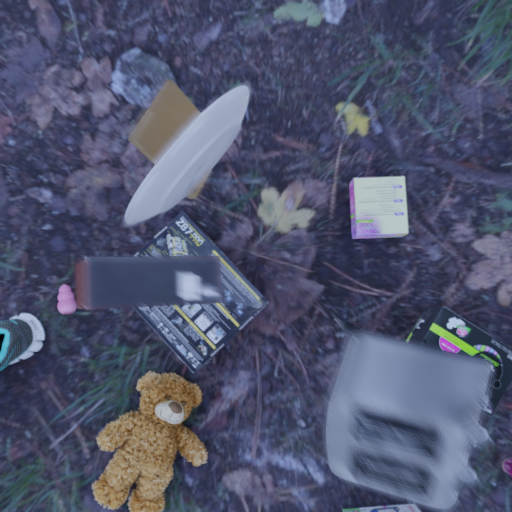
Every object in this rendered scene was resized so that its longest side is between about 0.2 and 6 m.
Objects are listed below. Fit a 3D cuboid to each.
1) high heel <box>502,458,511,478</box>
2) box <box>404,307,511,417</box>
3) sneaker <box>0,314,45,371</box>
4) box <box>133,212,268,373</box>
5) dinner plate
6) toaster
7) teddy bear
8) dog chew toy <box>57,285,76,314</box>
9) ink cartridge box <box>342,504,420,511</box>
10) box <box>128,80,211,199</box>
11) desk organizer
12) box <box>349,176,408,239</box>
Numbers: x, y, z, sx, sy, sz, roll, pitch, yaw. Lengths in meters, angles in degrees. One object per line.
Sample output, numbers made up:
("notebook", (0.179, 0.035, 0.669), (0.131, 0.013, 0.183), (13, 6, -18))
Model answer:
("high heel", (5.583, 3.818, 10.321), (1.875, 0.899, 0.631), (-7, 85, -1))
("box", (3.719, 1.902, 10.413), (1.728, 1.074, 1.284), (32, 85, 2))
("sneaker", (-5.311, 2.006, 10.319), (2.717, 1.239, 1.054), (-40, 86, -3))
("box", (-1.282, 0.684, 10.764), (1.970, 0.600, 2.443), (-44, 86, -2))
("dinner plate", (-0.902, -1.352, 8.101), (0.314, 2.591, 2.591), (43, 86, -2))
("toaster", (1.883, 2.084, 7.354), (2.097, 1.896, 1.244), (11, 40, 20))
("teddy bear", (-1.949, 3.550, 10.354), (1.983, 0.913, 2.735), (40, 86, 1))
("dog chew toy", (-3.696, 0.839, 10.890), (0.354, 0.354, 0.569), (-12, 78, -1))
("ink cartridge box", (2.355, 5.002, 10.148), (1.417, 1.029, 0.620), (-2, 85, 0))
("box", (-1.258, -1.926, 9.397), (0.166, 1.561, 1.276), (6, 61, 43))
("desk organizer", (-1.571, 0.397, 8.221), (1.987, 0.765, 0.713), (0, 83, -28))
("box", (2.378, -0.933, 10.935), (0.996, 0.548, 1.133), (-3, 84, 0))
